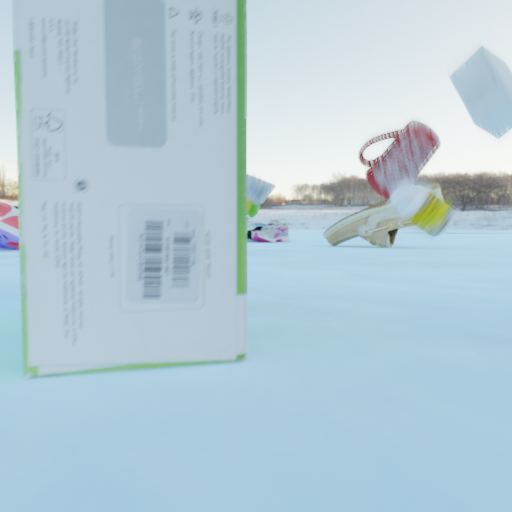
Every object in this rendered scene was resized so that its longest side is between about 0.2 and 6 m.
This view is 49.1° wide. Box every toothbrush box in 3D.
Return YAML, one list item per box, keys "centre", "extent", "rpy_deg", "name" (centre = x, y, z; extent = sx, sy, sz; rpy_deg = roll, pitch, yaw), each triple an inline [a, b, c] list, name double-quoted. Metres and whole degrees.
- centre: [-0.725, -0.361, 2.993]
  extent: [0.881, 1.490, 2.046]
  rpy_deg: [-1, 4, -19]
  name: "toothbrush box"

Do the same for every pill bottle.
- centre: [2.172, -0.632, 7.362]
  extent: [0.801, 0.450, 0.450]
  rpy_deg: [30, -9, -23]
  name: "pill bottle"

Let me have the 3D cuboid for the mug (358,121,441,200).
- centre: [2.323, -1.598, 9.182]
  extent: [1.020, 0.766, 1.149]
  rpy_deg: [10, -42, -24]
  name: "mug"

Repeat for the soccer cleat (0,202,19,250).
- centre: [-5.083, -0.503, 11.871]
  extent: [1.107, 1.032, 3.025]
  rpy_deg: [29, -8, -4]
  name: "soccer cleat"

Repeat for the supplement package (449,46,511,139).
- centre: [2.907, -2.027, 6.953]
  extent: [0.544, 0.928, 0.542]
  rpy_deg: [16, -43, -33]
  name: "supplement package"

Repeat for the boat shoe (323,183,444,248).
- centre: [2.834, -0.660, 12.521]
  extent: [2.895, 1.001, 1.067]
  rpy_deg: [-24, -4, 36]
  name: "boat shoe"

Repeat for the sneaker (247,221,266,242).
- centre: [-0.397, -0.692, 16.392]
  extent: [1.785, 0.642, 0.647]
  rpy_deg: [-6, 17, -22]
  name: "sneaker"

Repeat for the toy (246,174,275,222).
- centre: [-1.197, -1.574, 12.449]
  extent: [2.873, 1.654, 0.678]
  rpy_deg: [20, 37, -30]
  name: "toy"

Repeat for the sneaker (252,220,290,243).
- centre: [0.418, -0.708, 16.069]
  extent: [0.600, 0.651, 1.476]
  rpy_deg: [2, 4, 37]
  name: "sneaker"
